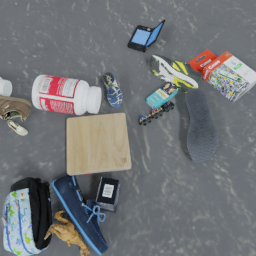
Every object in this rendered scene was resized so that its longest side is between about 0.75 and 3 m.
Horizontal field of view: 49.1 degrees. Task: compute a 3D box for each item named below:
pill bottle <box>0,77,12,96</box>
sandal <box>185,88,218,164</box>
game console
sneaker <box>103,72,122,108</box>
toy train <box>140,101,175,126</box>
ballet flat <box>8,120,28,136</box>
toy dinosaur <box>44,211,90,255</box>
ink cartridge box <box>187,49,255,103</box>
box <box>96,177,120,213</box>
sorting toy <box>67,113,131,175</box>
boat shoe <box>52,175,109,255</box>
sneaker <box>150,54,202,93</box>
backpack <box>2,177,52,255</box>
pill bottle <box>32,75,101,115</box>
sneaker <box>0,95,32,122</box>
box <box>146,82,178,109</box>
[{"bbox_3d":[-5.387,-1.621,10.727,1.664,0.934,0.934,11,62,5],"label":"pill bottle"},{"bbox_3d":[2.598,-0.078,9.931,1.059,0.596,2.786,-3,68,14],"label":"sandal"},{"bbox_3d":[0.786,-4.106,12.142,1.285,0.850,1.461,19,62,10],"label":"game console"},{"bbox_3d":[-0.538,-1.410,10.758,0.557,0.615,1.445,-15,74,2],"label":"sneaker"},{"bbox_3d":[1.055,-0.567,10.513,1.597,0.272,0.366,-30,64,-17],"label":"toy train"},{"bbox_3d":[-4.053,-0.004,10.208,0.871,0.272,0.294,28,65,14],"label":"ballet flat"},{"bbox_3d":[-1.689,2.791,7.629,1.233,2.321,0.701,22,66,40],"label":"toy dinosaur"},{"bbox_3d":[3.781,-2.335,11.270,1.383,0.639,2.539,-36,68,-18],"label":"ink cartridge box"},{"bbox_3d":[-0.583,2.074,8.594,0.565,1.082,0.801,9,60,5],"label":"box"},{"bbox_3d":[-1.008,0.611,9.610,2.043,0.715,2.055,-6,61,-2],"label":"sorting toy"},{"bbox_3d":[-1.313,2.430,8.409,0.926,1.135,2.696,-31,68,-20],"label":"boat shoe"},{"bbox_3d":[1.924,-2.279,11.236,2.308,0.860,0.977,38,61,9],"label":"sneaker"},{"bbox_3d":[-2.858,2.639,8.137,1.519,1.611,1.975,-24,70,-3],"label":"backpack"},{"bbox_3d":[-2.193,-1.171,10.268,2.284,1.282,1.282,9,62,5],"label":"pill bottle"},{"bbox_3d":[-4.716,-0.726,10.335,2.159,0.760,0.815,4,64,3],"label":"sneaker"},{"bbox_3d":[1.331,-1.251,10.876,1.245,0.306,0.512,-38,68,-19],"label":"box"}]
